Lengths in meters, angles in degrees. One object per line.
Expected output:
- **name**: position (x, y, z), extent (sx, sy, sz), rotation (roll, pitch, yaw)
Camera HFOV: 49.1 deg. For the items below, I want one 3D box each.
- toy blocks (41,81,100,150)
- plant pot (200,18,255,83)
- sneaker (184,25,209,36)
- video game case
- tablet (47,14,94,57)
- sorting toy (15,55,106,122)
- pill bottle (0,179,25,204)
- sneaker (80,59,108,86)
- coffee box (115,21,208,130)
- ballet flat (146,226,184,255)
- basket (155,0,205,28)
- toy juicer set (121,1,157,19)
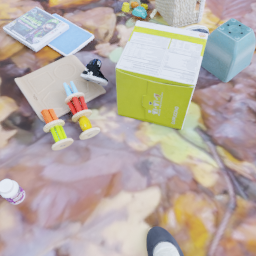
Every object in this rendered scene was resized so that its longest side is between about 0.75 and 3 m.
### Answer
- **toy blocks**: position (-2.211, -0.511, 9.851), extent (1.794, 0.782, 2.152), rotation (-22, 75, -16)
- **plant pot**: position (4.073, -3.324, 11.391), extent (1.746, 1.779, 1.741), rotation (-36, 64, -21)
- **sneaker**: position (2.166, -3.438, 11.886), extent (2.799, 1.098, 1.111), rotation (-15, 53, 4)
- **video game case**: position (-4.232, -4.616, 12.915), extent (2.261, 0.264, 2.056), rotation (34, 63, 20)
- **tablet**: position (-3.112, -4.334, 12.983), extent (2.722, 0.186, 1.771), rotation (34, 64, 21)
- **sorting toy**: position (-2.661, -1.607, 11.101), extent (2.783, 0.508, 2.576), rotation (-29, 62, -22)
- **pill bottle**: position (-3.531, 1.917, 8.488), extent (0.550, 0.980, 0.550), rotation (0, 58, 1)
- **sneaker**: position (-1.158, -2.143, 10.415), extent (1.583, 0.578, 0.885), rotation (24, 87, 47)
- **coffee box**: position (1.132, -1.817, 9.956), extent (2.533, 2.529, 2.505), rotation (14, 58, 9)
- **ballet flat**: position (1.191, 3.868, 7.253), extent (1.027, 1.027, 2.812), rotation (-12, 58, -7)
- **basket**: position (2.405, -6.064, 13.053), extent (1.631, 2.010, 2.028), rotation (-23, 61, -9)
- **toy juicer set**: position (0.700, -5.680, 13.733), extent (1.871, 0.509, 1.190), rotation (31, 44, 22)
